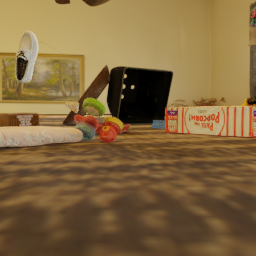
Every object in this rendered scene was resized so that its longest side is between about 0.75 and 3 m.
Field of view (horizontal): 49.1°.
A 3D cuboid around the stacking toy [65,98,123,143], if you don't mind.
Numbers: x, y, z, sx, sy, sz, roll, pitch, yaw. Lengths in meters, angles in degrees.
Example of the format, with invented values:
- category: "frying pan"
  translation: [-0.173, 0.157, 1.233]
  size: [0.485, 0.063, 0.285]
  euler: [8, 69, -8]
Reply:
- category: "stacking toy"
  translation: [-0.611, -0.067, 4.465]
  size: [0.867, 0.366, 0.785]
  euler: [-3, -39, 33]

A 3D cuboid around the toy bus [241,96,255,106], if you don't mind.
- category: "toy bus"
  translation: [3.965, -0.354, 8.566]
  size: [1.322, 0.897, 1.269]
  euler: [2, -13, -6]

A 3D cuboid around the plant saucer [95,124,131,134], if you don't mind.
- category: "plant saucer"
  translation: [-0.513, 0.013, 6.725]
  size: [1.014, 0.186, 1.016]
  euler: [1, 4, 10]

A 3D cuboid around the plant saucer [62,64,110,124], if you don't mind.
- category: "plant saucer"
  translation: [-1.507, -1.180, 10.912]
  size: [0.527, 2.880, 2.880]
  euler: [36, -4, -10]

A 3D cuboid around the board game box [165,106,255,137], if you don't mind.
- category: "board game box"
  translation: [2.495, -0.216, 6.797]
  size: [2.666, 0.617, 2.020]
  euler: [-3, 5, -45]

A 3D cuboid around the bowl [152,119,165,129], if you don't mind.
- category: "bowl"
  translation: [1.396, -0.131, 8.655]
  size: [1.303, 0.256, 1.303]
  euler: [0, 3, 0]

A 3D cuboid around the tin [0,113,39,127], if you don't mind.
- category: "tin"
  translation: [-2.960, -0.100, 6.153]
  size: [1.501, 0.561, 2.680]
  euler: [-4, 3, 4]

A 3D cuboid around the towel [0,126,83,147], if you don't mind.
- category: "towel"
  translation: [-1.745, 0.113, 4.432]
  size: [1.547, 0.249, 1.478]
  euler: [-3, 4, -41]

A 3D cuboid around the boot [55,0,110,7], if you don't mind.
- category: "boot"
  translation: [-1.098, -3.363, 6.301]
  size: [1.481, 1.150, 0.568]
  euler: [-13, -13, -18]

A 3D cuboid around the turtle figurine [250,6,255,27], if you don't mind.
- category: "turtle figurine"
  translation: [4.288, -3.755, 9.156]
  size: [0.561, 0.833, 1.113]
  euler: [23, 5, 9]

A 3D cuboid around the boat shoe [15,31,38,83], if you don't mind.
- category: "boat shoe"
  translation: [-3.087, -2.113, 8.336]
  size: [0.557, 1.547, 0.530]
  euler: [17, 11, -3]

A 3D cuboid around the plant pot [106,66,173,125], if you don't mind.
- category: "plant pot"
  translation: [0.226, -1.449, 11.084]
  size: [2.120, 2.125, 1.885]
  euler: [-2, 22, -29]
